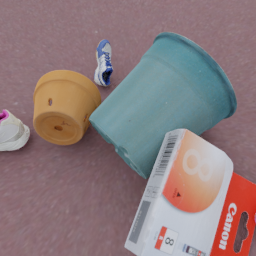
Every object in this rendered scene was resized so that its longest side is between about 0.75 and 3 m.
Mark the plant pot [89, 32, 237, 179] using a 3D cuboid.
[{"bbox_3d":[0.635,-0.358,6.459,2.517,2.570,2.570,-43,67,-9],"label":"plant pot"}]

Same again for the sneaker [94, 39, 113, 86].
[{"bbox_3d":[-0.611,-1.848,8.059,0.494,1.312,0.578,-11,27,-36],"label":"sneaker"}]

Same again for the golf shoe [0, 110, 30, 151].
[{"bbox_3d":[-3.807,0.082,6.917,2.525,1.156,0.951,-10,55,-1],"label":"golf shoe"}]

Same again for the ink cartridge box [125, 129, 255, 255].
[{"bbox_3d":[1.598,1.671,5.299,2.847,0.714,2.309,28,72,-17],"label":"ink cartridge box"}]

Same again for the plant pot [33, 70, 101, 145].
[{"bbox_3d":[-1.563,-0.384,6.801,1.680,1.680,1.176,4,46,2],"label":"plant pot"}]
